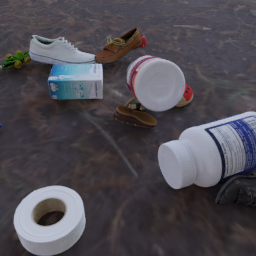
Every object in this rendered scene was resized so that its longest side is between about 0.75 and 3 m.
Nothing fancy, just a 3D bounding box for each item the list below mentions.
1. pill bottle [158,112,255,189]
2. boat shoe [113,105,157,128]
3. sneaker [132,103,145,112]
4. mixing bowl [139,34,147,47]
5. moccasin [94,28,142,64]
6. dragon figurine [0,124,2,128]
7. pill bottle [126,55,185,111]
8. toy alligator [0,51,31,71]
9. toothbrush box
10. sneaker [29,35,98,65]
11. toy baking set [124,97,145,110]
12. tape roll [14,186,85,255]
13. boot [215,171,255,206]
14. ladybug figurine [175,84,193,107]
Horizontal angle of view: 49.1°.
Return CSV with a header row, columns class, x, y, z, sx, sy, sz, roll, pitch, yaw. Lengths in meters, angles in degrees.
class,x,y,z,sx,sy,sz,roll,pitch,yaw
pill bottle,1.908,0.512,6.088,2.350,1.305,1.305,-14,39,-18
boat shoe,0.191,-0.258,7.853,1.211,0.426,0.426,21,40,-5
sneaker,0.485,-0.662,8.540,0.759,0.290,0.435,-26,45,-26
mixing bowl,0.526,-4.102,13.062,0.775,0.420,0.775,1,37,-1
moccasin,-0.377,-3.272,11.103,2.355,0.909,0.861,-34,45,-22
dragon figurine,-4.527,0.119,7.132,2.354,0.693,1.170,-30,46,-35
pill bottle,0.632,-1.319,7.724,1.268,1.268,2.221,-5,18,-7
toy alligator,-4.492,-2.520,10.863,0.620,0.450,1.872,35,42,8
toothbrush box,-1.693,-1.569,9.375,1.696,0.723,1.242,-3,37,-4
sneaker,-2.524,-2.990,10.965,2.766,0.979,1.010,8,37,-3
toy baking set,0.427,-0.760,8.378,0.859,0.130,1.120,12,36,25
tape roll,-1.442,1.684,5.236,1.262,0.441,1.262,0,37,0
boot,2.664,1.490,5.416,1.565,0.542,1.363,-14,38,-22
ladybug figurine,1.687,-1.107,9.011,0.794,0.421,1.170,16,40,21
